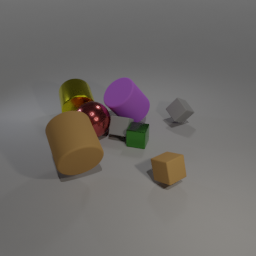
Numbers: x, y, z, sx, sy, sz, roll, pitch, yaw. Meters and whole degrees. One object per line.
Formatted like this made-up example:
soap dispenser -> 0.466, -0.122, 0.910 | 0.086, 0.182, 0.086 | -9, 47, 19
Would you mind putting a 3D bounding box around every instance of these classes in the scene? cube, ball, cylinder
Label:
cube -> 0.364, 0.262, 10.275 | 0.700, 0.700, 0.700 | 8, 30, 14
ball -> -1.359, -0.310, 10.603 | 1.400, 1.400, 1.400 | 0, 29, 0
cube -> 1.193, 1.165, 8.231 | 0.700, 0.700, 0.700 | -19, 15, -33
cylinder -> -0.038, -1.082, 11.327 | 1.400, 1.400, 1.400 | -18, 53, 26
cube -> -0.250, -0.061, 10.610 | 0.700, 0.700, 0.700 | 9, 1, 17
cube -> 2.112, -0.707, 11.369 | 0.700, 0.700, 0.700 | 8, 44, -50
cylinder -> -2.153, -1.148, 11.827 | 1.400, 1.400, 1.400 | -8, 41, -14
cylinder -> -1.603, 0.447, 8.340 | 1.400, 1.400, 1.400 | -13, 54, -22
